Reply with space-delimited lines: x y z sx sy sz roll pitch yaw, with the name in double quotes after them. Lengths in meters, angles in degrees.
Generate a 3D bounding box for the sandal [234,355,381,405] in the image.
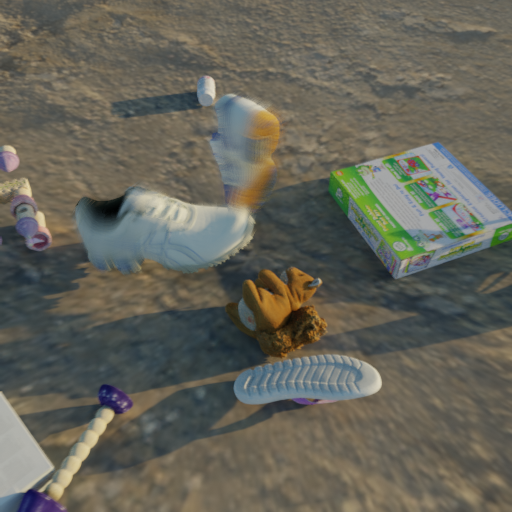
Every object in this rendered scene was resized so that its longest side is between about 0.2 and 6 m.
0.689 1.751 7.563 1.956 0.481 0.796 -4 31 13 "sandal"

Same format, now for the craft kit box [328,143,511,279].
2.876 -0.900 9.913 2.378 0.584 2.407 -15 49 -16 "craft kit box"

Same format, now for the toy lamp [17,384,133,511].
-2.206 2.499 6.790 0.567 0.567 1.949 18 51 16 "toy lamp"

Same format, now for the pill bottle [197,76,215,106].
-1.124 -3.680 12.532 0.391 0.391 0.689 -2 48 -2 "pill bottle"

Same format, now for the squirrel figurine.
0.452 0.792 8.259 1.258 0.954 1.348 -23 65 -32 "squirrel figurine"

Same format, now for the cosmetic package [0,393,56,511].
-3.359 2.504 6.875 1.168 0.400 1.549 -33 56 -29 "cosmetic package"

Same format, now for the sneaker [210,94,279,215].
-0.251 -1.568 8.987 0.861 2.289 1.009 -34 64 -31 "sneaker"

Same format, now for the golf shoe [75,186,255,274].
-1.457 -0.475 8.571 2.785 1.354 1.090 -7 48 10 "golf shoe"

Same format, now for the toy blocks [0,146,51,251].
-4.290 -0.574 8.653 1.790 1.916 1.613 -15 43 -13 "toy blocks"
